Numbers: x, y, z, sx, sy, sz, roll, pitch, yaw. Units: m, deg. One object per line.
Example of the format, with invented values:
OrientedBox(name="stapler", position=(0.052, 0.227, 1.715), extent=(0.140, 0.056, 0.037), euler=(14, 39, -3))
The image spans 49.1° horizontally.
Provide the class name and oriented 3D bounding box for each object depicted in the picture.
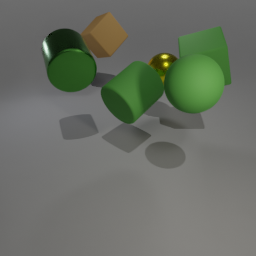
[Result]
OrientedBox(name="cylinder", position=(0.135, -1.078, 8.509), extent=(1.400, 1.400, 1.400), euler=(28, 61, 37))
OrientedBox(name="ball", position=(1.381, -2.154, 10.697), extent=(1.400, 1.400, 1.400), euler=(0, 32, 0))
OrientedBox(name="cylinder", position=(-1.763, -2.010, 8.315), extent=(1.400, 1.400, 1.400), euler=(-10, 44, -16))
OrientedBox(name="cube", position=(-1.149, -4.265, 13.025), extent=(1.400, 1.400, 1.400), euler=(-52, 31, -13))
OrientedBox(name="cube", position=(2.491, -2.225, 9.170), extent=(1.400, 1.400, 1.400), euler=(-10, 42, 17))
OrientedBox(name="ball", position=(1.557, -1.043, 6.666), extent=(1.400, 1.400, 1.400), euler=(0, 32, 0))
